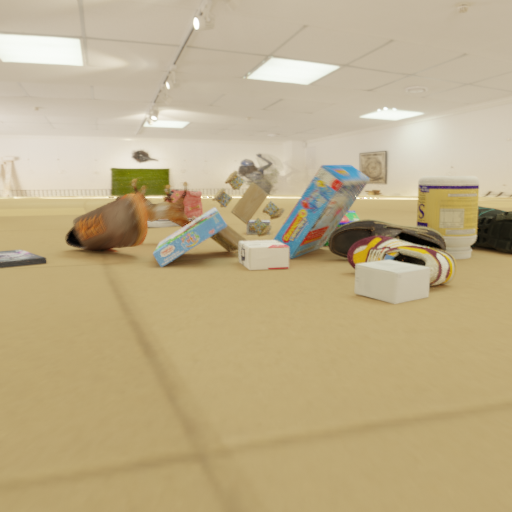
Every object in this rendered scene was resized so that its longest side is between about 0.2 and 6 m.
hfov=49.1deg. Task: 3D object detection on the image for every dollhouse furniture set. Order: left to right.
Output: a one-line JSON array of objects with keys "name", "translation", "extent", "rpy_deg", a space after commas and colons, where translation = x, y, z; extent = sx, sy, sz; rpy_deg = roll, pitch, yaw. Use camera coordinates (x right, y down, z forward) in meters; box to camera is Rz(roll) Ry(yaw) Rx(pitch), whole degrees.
[{"name": "dollhouse furniture set", "translation": [-0.279, -0.865, 11.770], "extent": [1.347, 1.466, 0.954], "rpy_deg": [38, -12, -13]}]

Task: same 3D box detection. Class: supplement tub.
[{"name": "supplement tub", "translation": [3.857, -0.797, 11.331], "extent": [1.176, 1.618, 1.176], "rpy_deg": [0, 8, 0]}]

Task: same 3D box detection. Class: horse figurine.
[{"name": "horse figurine", "translation": [-2.297, -1.189, 13.251], "extent": [1.894, 1.255, 0.473], "rpy_deg": [2, 41, 4]}]

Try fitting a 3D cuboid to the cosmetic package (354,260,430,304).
[{"name": "cosmetic package", "translation": [1.824, 0.337, 7.517], "extent": [0.706, 0.436, 0.708], "rpy_deg": [-6, 10, -36]}]

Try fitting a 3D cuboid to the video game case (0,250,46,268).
[{"name": "video game case", "translation": [-4.783, 0.059, 10.618], "extent": [1.092, 0.145, 1.529], "rpy_deg": [-7, 9, -39]}]

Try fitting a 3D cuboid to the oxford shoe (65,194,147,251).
[{"name": "oxford shoe", "translation": [-3.055, -0.538, 11.365], "extent": [1.036, 1.013, 2.841], "rpy_deg": [-15, -3, -36]}]

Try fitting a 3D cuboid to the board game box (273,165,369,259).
[{"name": "board game box", "translation": [1.347, -0.937, 11.451], "extent": [0.534, 1.871, 1.911], "rpy_deg": [40, 23, 16]}]

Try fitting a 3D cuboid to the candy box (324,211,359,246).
[{"name": "candy box", "translation": [1.676, -0.677, 13.572], "extent": [1.594, 0.614, 1.348], "rpy_deg": [-2, 17, 2]}]

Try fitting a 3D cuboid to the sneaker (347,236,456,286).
[{"name": "sneaker", "translation": [2.052, 0.052, 8.615], "extent": [0.842, 0.700, 1.869], "rpy_deg": [1, 4, -44]}]

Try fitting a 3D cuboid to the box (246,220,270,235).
[{"name": "box", "translation": [0.055, -0.813, 15.933], "extent": [0.658, 0.376, 0.716], "rpy_deg": [0, 7, -2]}]

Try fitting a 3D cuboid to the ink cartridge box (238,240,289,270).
[{"name": "ink cartridge box", "translation": [0.122, -0.026, 10.156], "extent": [0.725, 0.422, 1.001], "rpy_deg": [-2, 8, -13]}]

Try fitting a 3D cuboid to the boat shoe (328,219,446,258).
[{"name": "boat shoe", "translation": [2.468, -0.260, 10.506], "extent": [2.195, 0.818, 0.805], "rpy_deg": [-1, 8, 5]}]

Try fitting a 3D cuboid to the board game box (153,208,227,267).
[{"name": "board game box", "translation": [-1.273, -0.405, 10.864], "extent": [1.403, 0.339, 1.855], "rpy_deg": [-33, 9, -1]}]

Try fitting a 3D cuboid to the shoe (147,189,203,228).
[{"name": "shoe", "translation": [-2.927, -1.577, 18.372], "extent": [2.642, 1.202, 0.944], "rpy_deg": [-6, 10, -35]}]

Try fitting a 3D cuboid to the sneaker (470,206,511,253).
[{"name": "sneaker", "translation": [5.153, -0.570, 12.635], "extent": [1.167, 1.110, 2.945], "rpy_deg": [8, 11, -34]}]
